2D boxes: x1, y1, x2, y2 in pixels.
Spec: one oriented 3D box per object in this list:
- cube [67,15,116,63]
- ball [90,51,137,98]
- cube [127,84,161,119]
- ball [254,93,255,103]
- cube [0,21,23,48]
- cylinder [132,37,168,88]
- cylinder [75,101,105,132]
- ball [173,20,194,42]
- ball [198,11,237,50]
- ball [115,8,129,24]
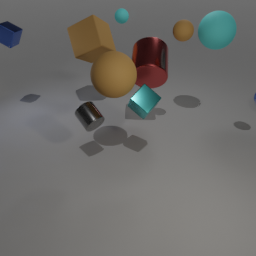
[{"bbox_3d":[-1.567,-3.844,12.290,1.400,1.400,1.400,-17,-4,23],"label":"cube"},{"bbox_3d":[-0.434,-1.607,8.473,1.400,1.400,1.400,0,30,0],"label":"ball"},{"bbox_3d":[0.497,-0.814,8.743,0.700,0.700,0.700,41,75,3],"label":"cube"},{"bbox_3d":[5.109,-1.143,10.523,0.700,0.700,0.700,0,30,0],"label":"ball"},{"bbox_3d":[-4.772,-3.743,11.214,0.700,0.700,0.700,27,31,-5],"label":"cube"},{"bbox_3d":[0.828,-2.464,10.676,1.400,1.400,1.400,3,62,4],"label":"cylinder"},{"bbox_3d":[-1.214,-0.364,8.873,0.700,0.700,0.700,-26,71,-37],"label":"cylinder"},{"bbox_3d":[1.855,-3.266,9.396,0.700,0.700,0.700,0,30,0],"label":"ball"},{"bbox_3d":[3.379,-3.704,10.649,1.400,1.400,1.400,0,30,0],"label":"ball"},{"bbox_3d":[-0.313,-5.513,13.797,0.700,0.700,0.700,0,30,0],"label":"ball"}]
